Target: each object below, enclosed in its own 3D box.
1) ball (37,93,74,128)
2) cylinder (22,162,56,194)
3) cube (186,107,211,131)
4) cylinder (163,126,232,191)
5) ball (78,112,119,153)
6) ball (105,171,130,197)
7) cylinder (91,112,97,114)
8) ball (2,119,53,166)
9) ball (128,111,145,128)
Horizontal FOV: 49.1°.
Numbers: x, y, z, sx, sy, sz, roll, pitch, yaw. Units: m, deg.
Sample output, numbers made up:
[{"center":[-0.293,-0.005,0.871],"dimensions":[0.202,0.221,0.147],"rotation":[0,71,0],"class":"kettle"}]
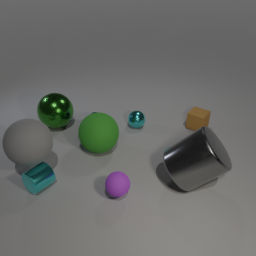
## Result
[{"center":[-2.856,-0.683,11.041],"dimensions":[1.400,1.400,1.400],"rotation":[0,32,0],"class":"ball"},{"center":[-2.618,1.461,8.217],"dimensions":[0.700,0.700,0.700],"rotation":[22,38,31],"class":"cylinder"},{"center":[2.788,-0.338,11.142],"dimensions":[0.700,0.700,0.700],"rotation":[21,38,30],"class":"cube"},{"center":[1.963,0.882,7.985],"dimensions":[1.400,1.400,1.400],"rotation":[-35,20,26],"class":"cylinder"},{"center":[-1.007,0.163,9.665],"dimensions":[1.400,1.400,1.400],"rotation":[0,32,0],"class":"ball"},{"center":[-0.285,1.559,7.784],"dimensions":[0.700,0.700,0.700],"rotation":[0,32,0],"class":"ball"},{"center":[-1.313,-0.161,10.865],"dimensions":[0.700,0.700,0.700],"rotation":[6,32,10],"class":"cylinder"},{"center":[-2.924,0.422,8.226],"dimensions":[1.400,1.400,1.400],"rotation":[0,32,0],"class":"ball"},{"center":[0.346,-0.348,11.180],"dimensions":[0.700,0.700,0.700],"rotation":[0,32,0],"class":"ball"}]
